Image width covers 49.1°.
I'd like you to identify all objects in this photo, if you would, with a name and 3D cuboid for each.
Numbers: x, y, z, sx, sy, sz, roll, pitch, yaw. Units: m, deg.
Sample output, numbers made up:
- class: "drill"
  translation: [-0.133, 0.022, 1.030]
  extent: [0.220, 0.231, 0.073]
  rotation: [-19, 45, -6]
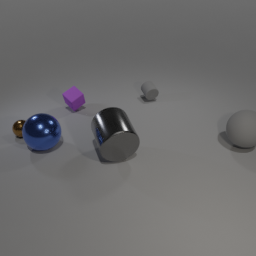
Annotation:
- class: "ball"
  translation: [-4.268, 0.016, 11.232]
  extent: [0.700, 0.700, 0.700]
  rotation: [0, 31, 0]
- class: "ball"
  translation: [4.344, 0.022, 10.291]
  extent: [1.400, 1.400, 1.400]
  rotation: [0, 31, 0]
- class: "cube"
  translation: [-2.481, -1.363, 12.901]
  extent: [0.700, 0.700, 0.700]
  rotation: [-40, 66, -21]
- class: "ball"
  translation: [-3.186, 0.148, 10.399]
  extent: [1.400, 1.400, 1.400]
  rotation: [0, 31, 0]
- class: "cylinder"
  translation: [1.086, -1.875, 13.990]
  extent: [0.700, 0.700, 0.700]
  rotation: [-11, 47, -17]
- class: "cylinder"
  translation: [-0.466, 0.216, 9.851]
  extent: [1.400, 1.400, 1.400]
  rotation: [-10, 43, -16]
